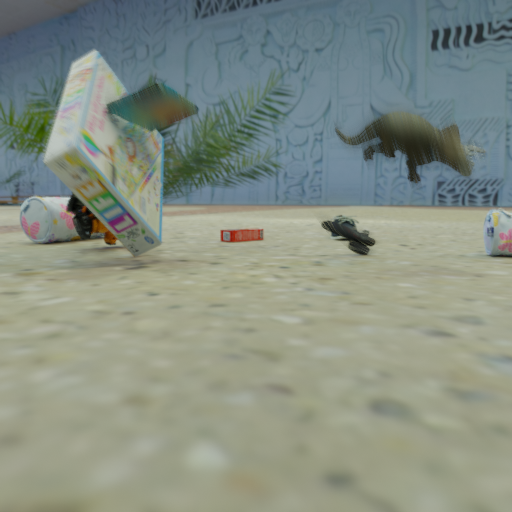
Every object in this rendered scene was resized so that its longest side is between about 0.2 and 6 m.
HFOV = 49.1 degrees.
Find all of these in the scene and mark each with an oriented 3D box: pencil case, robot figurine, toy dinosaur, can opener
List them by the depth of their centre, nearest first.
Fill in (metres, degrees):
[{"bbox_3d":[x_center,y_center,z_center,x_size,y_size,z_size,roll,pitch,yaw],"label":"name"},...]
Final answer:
[{"bbox_3d":[2.299,-1.800,8.576,2.109,1.079,0.812,25,53,3],"label":"toy dinosaur"},{"bbox_3d":[5.053,-0.395,10.024,1.866,0.847,0.776,3,-9,10],"label":"pencil case"},{"bbox_3d":[1.685,-0.386,10.165,1.091,0.429,0.346,26,-18,-21],"label":"can opener"},{"bbox_3d":[-3.100,-1.579,11.517,0.792,2.721,1.972,3,6,39],"label":"robot figurine"},{"bbox_3d":[-4.361,-0.943,13.357,1.030,1.124,2.478,-25,-3,27],"label":"pencil case"}]

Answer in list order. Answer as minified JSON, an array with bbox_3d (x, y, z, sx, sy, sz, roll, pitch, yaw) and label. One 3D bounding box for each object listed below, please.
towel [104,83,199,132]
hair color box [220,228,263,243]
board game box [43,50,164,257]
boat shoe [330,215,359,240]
[{"bbox_3d":[-1.732,-2.504,9.608,1.097,0.162,1.496,-17,-6,16],"label":"towel"},{"bbox_3d":[-0.331,-0.496,13.304,0.963,0.295,0.489,-5,8,-42],"label":"hair color box"},{"bbox_3d":[-2.404,-1.821,9.524,0.553,2.172,3.231,-24,41,14],"label":"board game box"},{"bbox_3d":[2.219,-0.731,14.056,0.708,0.585,1.891,1,7,9],"label":"boat shoe"}]
